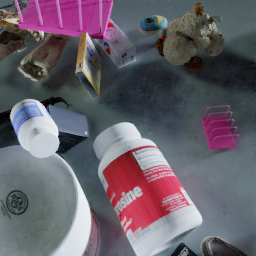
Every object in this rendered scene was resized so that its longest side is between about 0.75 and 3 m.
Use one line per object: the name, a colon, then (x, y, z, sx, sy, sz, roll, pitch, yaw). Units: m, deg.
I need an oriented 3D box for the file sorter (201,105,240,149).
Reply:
file sorter: (2.673, -0.041, 8.084, 0.753, 0.679, 1.083, -4, 57, -2)

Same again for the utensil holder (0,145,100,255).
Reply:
utensil holder: (-1.834, 1.951, 5.523, 2.395, 2.818, 2.395, 0, 56, -1)

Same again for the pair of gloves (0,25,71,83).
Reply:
pair of gloves: (-3.676, -2.702, 9.942, 2.762, 0.484, 2.349, 12, 54, 5)

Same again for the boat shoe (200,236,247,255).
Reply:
boat shoe: (2.582, 3.264, 5.908, 0.873, 0.724, 2.431, -33, 63, -20)

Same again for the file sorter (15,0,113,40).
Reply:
file sorter: (-2.092, -4.532, 9.347, 2.942, 1.845, 2.045, 8, 57, 0)

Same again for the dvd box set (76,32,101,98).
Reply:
dvd box set: (-1.231, -2.017, 9.031, 0.255, 1.267, 1.731, -11, 56, 15)

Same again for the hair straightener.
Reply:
hair straightener: (-2.926, -0.175, 8.345, 2.796, 0.572, 1.076, -20, 60, -18)

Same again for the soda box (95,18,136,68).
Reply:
soda box: (-0.584, -3.177, 10.109, 0.745, 0.696, 2.186, -27, 61, -16)

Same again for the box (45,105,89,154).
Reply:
box: (-1.882, 0.085, 7.382, 1.203, 1.183, 0.706, -30, 60, 33)

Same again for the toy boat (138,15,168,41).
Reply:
toy boat: (1.090, -3.800, 10.540, 1.173, 0.648, 1.395, -23, 60, -15)

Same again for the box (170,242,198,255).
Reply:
box: (0.968, 3.980, 5.184, 2.187, 1.150, 2.671, 38, 65, 22)

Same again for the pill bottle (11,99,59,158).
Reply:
pill bottle: (-1.583, 0.011, 4.792, 0.647, 0.647, 1.155, -26, 39, -16)

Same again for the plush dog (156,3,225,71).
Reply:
plush dog: (2.031, -2.998, 9.615, 2.213, 1.775, 1.901, 31, 86, 18)

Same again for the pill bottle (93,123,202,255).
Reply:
pill bottle: (0.293, 1.327, 6.628, 1.624, 1.624, 2.894, -23, 59, -14)

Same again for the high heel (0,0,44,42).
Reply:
high heel: (-4.252, -3.729, 10.514, 1.790, 0.897, 2.511, -31, 65, -4)
